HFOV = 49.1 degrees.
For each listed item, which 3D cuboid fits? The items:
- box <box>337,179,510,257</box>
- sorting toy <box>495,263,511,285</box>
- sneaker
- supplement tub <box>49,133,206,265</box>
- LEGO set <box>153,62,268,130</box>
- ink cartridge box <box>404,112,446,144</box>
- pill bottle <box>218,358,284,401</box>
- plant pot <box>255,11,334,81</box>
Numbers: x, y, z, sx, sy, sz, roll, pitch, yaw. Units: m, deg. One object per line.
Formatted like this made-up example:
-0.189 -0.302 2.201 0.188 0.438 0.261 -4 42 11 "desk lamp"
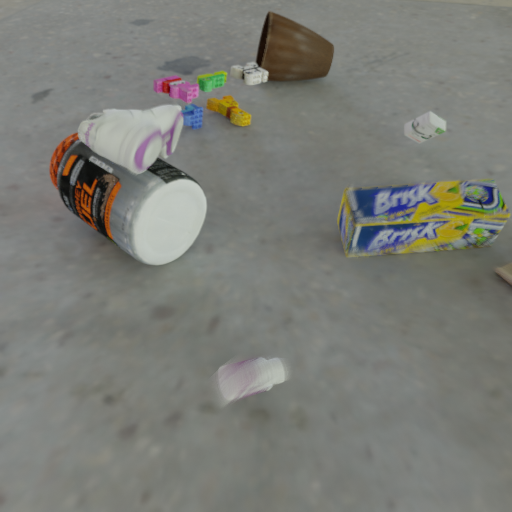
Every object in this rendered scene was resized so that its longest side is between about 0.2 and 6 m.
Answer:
2.742 -0.635 9.409 2.599 0.910 0.835 -5 55 -6 "box"
5.001 0.404 8.749 1.834 0.335 1.698 -17 43 -20 "sorting toy"
-1.833 -1.963 8.503 1.190 0.894 2.389 20 20 1 "sneaker"
-2.256 -1.087 9.539 2.635 1.614 1.614 31 49 32 "supplement tub"
-0.796 -3.561 12.964 2.962 1.130 1.215 -26 49 -36 "LEGO set"
3.620 -2.748 12.042 0.520 0.712 0.300 19 67 -29 "ink cartridge box"
-0.056 1.510 6.991 0.765 0.429 0.429 -9 40 -20 "pill bottle"
1.043 -5.344 14.810 1.846 1.726 1.726 9 39 -11 "plant pot"
